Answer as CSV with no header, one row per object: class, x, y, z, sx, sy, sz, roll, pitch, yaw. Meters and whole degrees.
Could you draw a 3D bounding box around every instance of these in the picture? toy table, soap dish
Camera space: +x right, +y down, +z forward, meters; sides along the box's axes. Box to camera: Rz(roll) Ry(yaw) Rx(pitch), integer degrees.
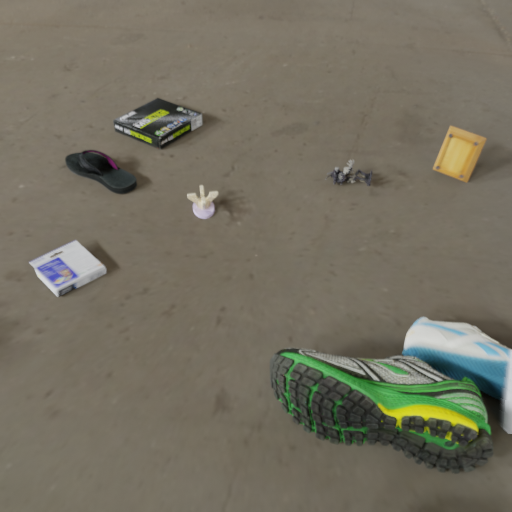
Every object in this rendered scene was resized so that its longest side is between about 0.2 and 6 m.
toy table,-1.156,-1.192,12.266,0.664,0.423,0.723,-14,42,-16
soap dish,4.701,-2.350,13.048,0.870,1.106,0.449,27,29,22

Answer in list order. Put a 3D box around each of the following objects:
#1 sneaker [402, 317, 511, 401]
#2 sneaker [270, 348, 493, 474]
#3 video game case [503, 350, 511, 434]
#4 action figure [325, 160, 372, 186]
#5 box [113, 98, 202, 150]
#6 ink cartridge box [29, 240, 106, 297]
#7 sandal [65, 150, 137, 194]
sneaker,3.500,1.556,8.733,2.303,0.881,0.930,16,39,14
sneaker,1.717,2.015,8.121,3.177,1.239,1.353,17,35,6
video game case,4.493,1.876,8.063,1.808,1.295,0.163,-5,17,-5
action figure,2.157,-1.925,13.019,1.056,0.539,0.628,9,42,13
box,-2.621,-3.589,15.068,1.680,0.413,1.740,27,47,25
ink cartridge box,-3.613,0.231,10.737,1.036,0.246,1.048,-31,49,-32
sandal,-3.682,-2.145,13.286,2.212,0.530,0.832,26,47,27
